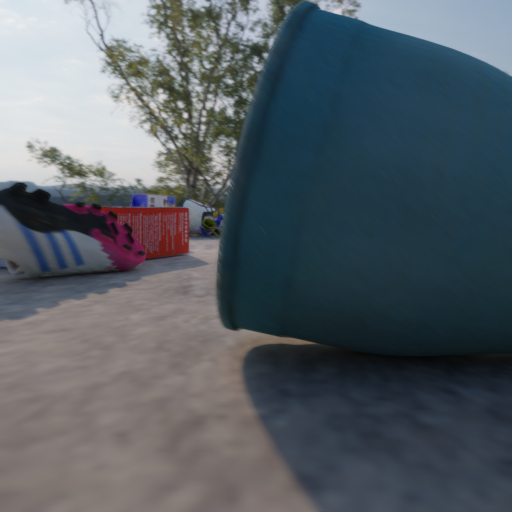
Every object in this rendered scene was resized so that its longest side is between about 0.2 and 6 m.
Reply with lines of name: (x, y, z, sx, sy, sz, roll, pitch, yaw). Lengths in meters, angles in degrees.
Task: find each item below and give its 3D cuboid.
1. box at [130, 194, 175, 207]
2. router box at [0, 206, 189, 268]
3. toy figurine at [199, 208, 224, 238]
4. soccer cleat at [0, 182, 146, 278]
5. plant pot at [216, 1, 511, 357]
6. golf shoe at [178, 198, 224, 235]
box: (-2.072, -0.708, 11.328, 0.370, 1.061, 1.782, 1, 5, 10)
router box: (-3.277, -0.375, 8.922, 3.369, 0.823, 3.024, 2, 5, 25)
toy figurine: (-1.228, -0.709, 15.820, 0.841, 0.741, 1.404, -38, 2, 31)
soccer cleat: (-2.283, -0.143, 6.532, 1.005, 0.813, 2.328, -41, -26, 13)
plant pot: (0.883, -0.249, 3.016, 1.691, 1.799, 1.799, 15, 7, 9)
golf shoe: (-1.539, -1.137, 16.889, 1.263, 1.106, 2.866, 7, 7, 14)
